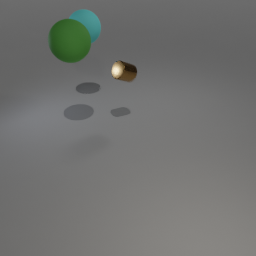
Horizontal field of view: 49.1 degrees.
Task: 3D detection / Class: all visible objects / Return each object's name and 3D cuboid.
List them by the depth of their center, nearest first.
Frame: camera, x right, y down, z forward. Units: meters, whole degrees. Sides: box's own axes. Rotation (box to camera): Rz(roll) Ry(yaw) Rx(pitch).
[{"bbox_3d":[-1.927,-2.875,9.288,1.400,1.400,1.400,0,32,0],"label":"ball"},{"bbox_3d":[-0.135,-2.119,10.546,0.700,0.700,0.700,5,20,-45],"label":"cylinder"},{"bbox_3d":[-1.842,-4.225,11.762,1.400,1.400,1.400,0,32,0],"label":"ball"}]
